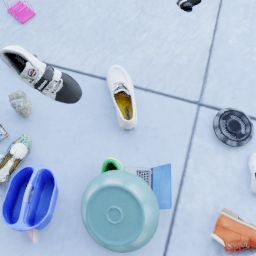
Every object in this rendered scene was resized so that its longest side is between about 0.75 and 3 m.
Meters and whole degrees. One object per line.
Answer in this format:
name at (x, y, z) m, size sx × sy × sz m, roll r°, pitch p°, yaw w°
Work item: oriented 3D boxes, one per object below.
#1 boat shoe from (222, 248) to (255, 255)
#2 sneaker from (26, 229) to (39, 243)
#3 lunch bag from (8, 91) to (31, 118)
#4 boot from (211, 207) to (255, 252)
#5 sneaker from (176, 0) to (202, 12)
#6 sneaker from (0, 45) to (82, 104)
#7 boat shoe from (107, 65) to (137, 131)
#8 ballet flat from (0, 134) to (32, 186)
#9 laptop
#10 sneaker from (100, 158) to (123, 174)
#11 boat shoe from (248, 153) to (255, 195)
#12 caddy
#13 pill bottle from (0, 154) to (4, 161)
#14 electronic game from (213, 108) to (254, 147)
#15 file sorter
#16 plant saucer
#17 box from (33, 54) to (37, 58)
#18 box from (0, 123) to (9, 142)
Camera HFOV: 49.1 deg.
boat shoe at (4.320, 3.789, 8.835) m, size 2.573 × 0.900 × 0.852 m, roll -24°, pitch 105°, yaw 1°
sneaker at (-3.240, 3.378, 9.243) m, size 0.466 × 0.335 × 0.891 m, roll -15°, pitch 70°, yaw 0°
lunch bag at (-4.021, -0.860, 10.537) m, size 0.635 × 0.911 × 0.764 m, roll -23°, pitch 70°, yaw -8°
boot at (3.544, 3.429, 8.515) m, size 0.823 × 2.195 × 1.177 m, roll 43°, pitch 76°, yaw -30°
sneaker at (1.625, -3.133, 7.169) m, size 0.755 × 0.276 × 0.422 m, roll -13°, pitch 59°, yaw -19°
sneaker at (-2.427, -1.377, 7.694) m, size 2.449 × 1.084 × 0.907 m, roll 31°, pitch 102°, yaw -8°
boat shoe at (-0.225, -1.332, 10.668) m, size 1.001 × 0.986 × 2.824 m, roll -9°, pitch 69°, yaw -3°
ballet flat at (-4.049, 1.151, 9.835) m, size 0.782 × 0.782 × 2.108 m, roll 26°, pitch 75°, yaw 10°
laptop at (0.614, 1.972, 9.459) m, size 1.571 × 0.910 × 1.471 m, roll 2°, pitch 69°, yaw 1°
sneaker at (-0.493, 2.311, 9.147) m, size 1.044 × 1.178 × 2.820 m, roll -14°, pitch 68°, yaw 3°
boat shoe at (4.602, 1.582, 9.815) m, size 0.564 × 0.512 × 1.532 m, roll 4°, pitch 69°, yaw 1°
caddy at (-3.121, 2.265, 9.075) m, size 1.525 × 1.132 × 2.157 m, roll 5°, pitch 58°, yaw 3°
pill bottle at (-5.019, 0.970, 9.994) m, size 1.109 × 0.614 × 0.614 m, roll 33°, pitch 73°, yaw 12°
electronic game at (3.960, -0.043, 10.528) m, size 1.569 × 0.326 × 1.569 m, roll 2°, pitch 69°, yaw -5°
file sorter at (-4.812, -5.337, 12.353) m, size 1.107 × 0.694 × 0.769 m, roll 40°, pitch 74°, yaw 14°
plant saucer at (-0.362, 2.673, 8.763) m, size 2.649 × 0.476 × 2.649 m, roll 0°, pitch 91°, yaw 16°
box at (-4.359, -2.787, 11.623) m, size 0.952 × 0.237 × 0.750 m, roll 17°, pitch 71°, yaw 6°
box at (-5.023, 0.106, 10.549) m, size 0.657 × 0.191 × 0.960 m, roll -38°, pitch 74°, yaw -13°
